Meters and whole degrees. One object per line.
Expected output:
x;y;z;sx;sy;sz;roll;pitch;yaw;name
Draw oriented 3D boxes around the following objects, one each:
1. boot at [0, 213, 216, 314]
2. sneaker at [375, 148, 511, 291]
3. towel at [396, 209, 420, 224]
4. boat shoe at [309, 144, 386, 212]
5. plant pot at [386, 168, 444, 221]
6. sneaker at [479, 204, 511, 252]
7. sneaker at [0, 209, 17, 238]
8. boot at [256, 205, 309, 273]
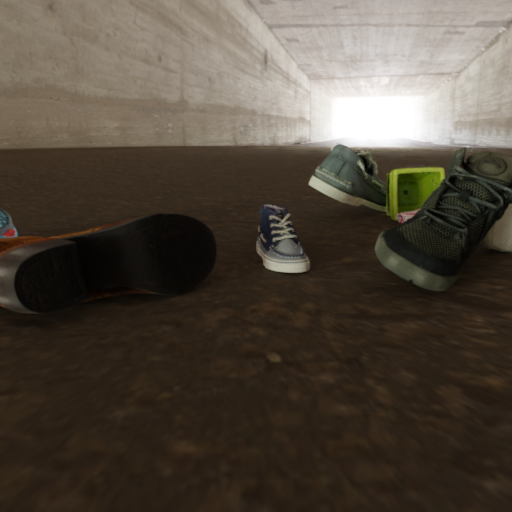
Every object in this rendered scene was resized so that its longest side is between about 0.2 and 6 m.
-2.286;0.065;7.032;2.709;0.985;2.878;-22;18;-40;boot
2.495;-0.562;7.118;1.098;1.646;2.873;34;30;24;sneaker
3.499;-0.774;10.040;1.535;0.314;2.098;-17;14;3;towel
2.292;-1.684;11.998;1.249;1.060;3.430;32;18;26;boat shoe
3.251;-1.289;11.688;1.060;1.066;0.967;-2;8;-2;plant pot
4.637;-0.468;8.567;2.677;1.006;1.085;-4;23;-15;sneaker
-4.343;-0.610;8.506;0.961;1.158;2.423;-1;14;-5;sneaker
0.329;-0.279;8.022;0.599;0.743;1.646;-4;14;-16;boot
